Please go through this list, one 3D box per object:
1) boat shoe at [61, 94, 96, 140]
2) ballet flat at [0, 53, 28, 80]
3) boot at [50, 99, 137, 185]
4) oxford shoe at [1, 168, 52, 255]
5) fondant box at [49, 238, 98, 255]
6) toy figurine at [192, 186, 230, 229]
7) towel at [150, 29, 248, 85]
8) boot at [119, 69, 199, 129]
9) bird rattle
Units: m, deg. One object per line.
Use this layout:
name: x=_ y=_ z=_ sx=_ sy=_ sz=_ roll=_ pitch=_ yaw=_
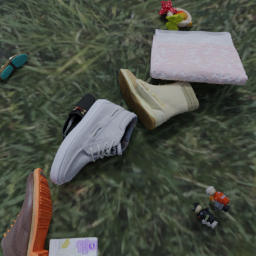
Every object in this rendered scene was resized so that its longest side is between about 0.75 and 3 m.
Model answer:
boat shoe: x=-1.282 y=-0.298 z=7.570 sx=0.594 sy=0.509 sz=1.623 roll=17 pitch=63 yaw=10
ballet flat: x=-3.560 y=-1.916 z=8.520 sx=0.403 sy=0.378 sz=1.113 roll=24 pitch=68 yaw=32
boot: x=-0.741 y=0.421 z=6.922 sx=1.229 sy=0.946 sz=2.572 roll=22 pitch=64 yaw=18
oxford shoe: x=-2.252 y=2.160 z=6.079 sx=0.958 sy=0.937 sz=2.628 roll=-5 pitch=63 yaw=3
fondant box: x=-1.178 y=2.799 z=6.075 sx=1.032 sy=0.300 sz=0.744 roll=-2 pitch=63 yaw=-2
toy figurine: x=1.861 y=1.781 z=6.298 sx=0.546 sy=0.773 sz=0.785 roll=34 pitch=78 yaw=34
towel: x=1.958 y=-2.153 z=8.206 sx=2.552 sy=0.411 sz=2.438 roll=4 pitch=46 yaw=3
boot: x=0.802 y=-1.050 z=7.814 sx=1.633 sy=0.765 sz=2.101 roll=-22 pitch=55 yaw=-17
bird rattle: x=1.596 y=-3.708 z=9.389 sx=1.034 sy=0.714 sz=1.268 roll=1 pitch=49 yaw=-12
